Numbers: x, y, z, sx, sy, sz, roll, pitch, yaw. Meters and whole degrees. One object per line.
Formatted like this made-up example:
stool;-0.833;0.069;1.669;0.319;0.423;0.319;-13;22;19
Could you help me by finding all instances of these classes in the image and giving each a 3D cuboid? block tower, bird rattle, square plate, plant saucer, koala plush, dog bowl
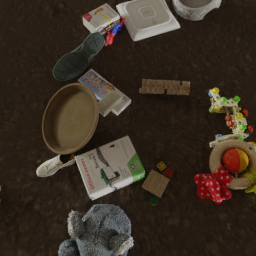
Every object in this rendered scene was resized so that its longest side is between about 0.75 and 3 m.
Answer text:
block tower;1.545;-1.735;11.914;2.103;0.568;0.608;2;93;3
bird rattle;3.831;1.569;10.215;2.821;1.589;2.300;-5;68;11
square plate;0.988;-5.652;13.953;2.520;0.358;2.496;-19;67;-8
plant saucer;-2.202;-0.347;10.840;2.841;0.419;2.841;-10;71;31
koala plush;-0.898;3.337;8.630;2.303;2.597;2.387;22;67;11
dog bowl;3.393;-6.579;13.780;2.422;0.710;2.422;-2;80;11

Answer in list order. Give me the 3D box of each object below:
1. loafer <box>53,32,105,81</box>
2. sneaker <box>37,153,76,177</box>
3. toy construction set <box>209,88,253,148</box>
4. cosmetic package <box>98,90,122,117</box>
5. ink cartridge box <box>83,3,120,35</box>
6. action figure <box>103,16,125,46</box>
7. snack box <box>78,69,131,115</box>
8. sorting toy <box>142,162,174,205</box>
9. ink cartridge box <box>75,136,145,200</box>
loafer;-2.208;-3.110;12.654;2.900;0.912;1.042;-46;104;-14
sneaker;-2.786;1.324;10.623;1.562;0.661;0.569;-26;70;-10
toy construction set;3.947;-0.299;11.087;1.626;1.142;2.480;11;72;-21
cosmetic package;-0.792;-1.017;11.463;0.543;0.383;1.049;41;68;16
ink cartridge box;-1.288;-5.232;13.581;1.465;0.611;1.064;-36;71;-17
action figure;-0.893;-4.652;13.390;0.866;0.571;1.751;24;67;5
snack box;-1.038;-1.592;12.135;2.409;0.293;0.866;40;72;16
sorting toy;1.060;2.045;10.500;0.773;0.271;1.603;29;69;12
ink cartridge box;-0.681;1.474;10.403;2.172;0.916;1.587;-22;68;-10
